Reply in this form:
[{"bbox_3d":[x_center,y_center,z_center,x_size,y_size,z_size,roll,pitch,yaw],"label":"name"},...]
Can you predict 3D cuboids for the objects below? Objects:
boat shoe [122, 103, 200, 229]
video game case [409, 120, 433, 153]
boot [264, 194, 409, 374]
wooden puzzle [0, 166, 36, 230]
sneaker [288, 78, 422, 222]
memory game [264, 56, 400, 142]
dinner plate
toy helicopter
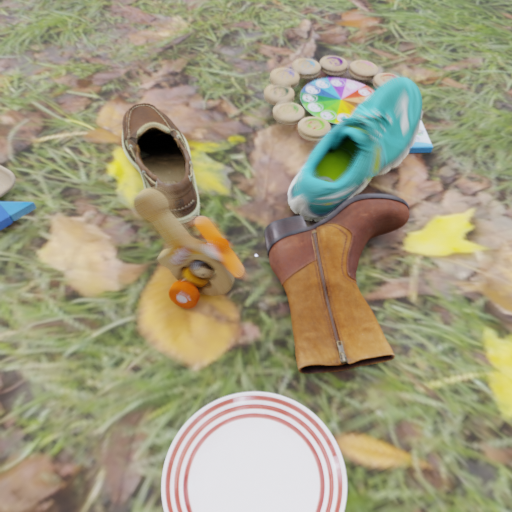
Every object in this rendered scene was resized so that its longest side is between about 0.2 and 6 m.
[{"bbox_3d":[-1.760,-2.002,10.353,1.216,1.218,3.291,-18,53,-14],"label":"boat shoe"},{"bbox_3d":[2.793,-2.764,11.638,1.283,0.160,1.793,-2,51,-5],"label":"video game case"},{"bbox_3d":[1.559,0.347,8.651,2.532,0.921,2.690,-10,52,-8],"label":"boot"},{"bbox_3d":[-5.787,-1.086,10.188,3.441,0.402,2.322,33,62,24],"label":"wooden puzzle"},{"bbox_3d":[1.889,-1.976,9.877,1.312,1.348,3.386,38,73,13],"label":"sneaker"},{"bbox_3d":[1.796,-3.336,11.780,3.298,0.210,3.298,2,48,-2],"label":"memory game"},{"bbox_3d":[-0.025,2.822,7.037,2.303,0.279,2.303,0,50,0],"label":"dinner plate"},{"bbox_3d":[-1.009,-0.169,8.240,1.346,2.035,0.803,-12,36,36],"label":"toy helicopter"}]
